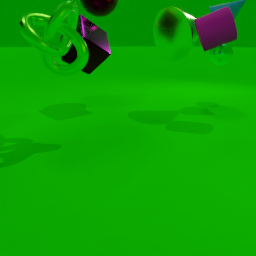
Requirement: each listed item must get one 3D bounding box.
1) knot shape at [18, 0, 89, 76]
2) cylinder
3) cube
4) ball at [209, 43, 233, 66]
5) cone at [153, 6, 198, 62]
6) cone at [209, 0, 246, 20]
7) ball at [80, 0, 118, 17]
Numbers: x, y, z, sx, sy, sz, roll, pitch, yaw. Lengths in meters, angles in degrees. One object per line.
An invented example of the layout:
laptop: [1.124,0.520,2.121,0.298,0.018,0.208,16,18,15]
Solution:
knot shape: [-1.444,-1.822,5.980,0.723,1.465,1.566,9,39,40]
cylinder: [2.392,-2.690,7.665,0.912,0.912,0.912,-18,13,15]
cube: [-1.407,-2.690,9.160,1.150,1.150,1.150,23,43,-41]
ball: [3.372,-2.681,10.159,0.829,0.829,0.829,0,18,0]
cone: [1.969,-3.157,8.995,1.664,1.658,1.658,-26,29,-29]
cone: [3.380,-3.842,9.136,1.039,1.035,1.035,-32,3,26]
ball: [-1.014,-4.629,9.841,1.375,1.375,1.375,0,18,0]
